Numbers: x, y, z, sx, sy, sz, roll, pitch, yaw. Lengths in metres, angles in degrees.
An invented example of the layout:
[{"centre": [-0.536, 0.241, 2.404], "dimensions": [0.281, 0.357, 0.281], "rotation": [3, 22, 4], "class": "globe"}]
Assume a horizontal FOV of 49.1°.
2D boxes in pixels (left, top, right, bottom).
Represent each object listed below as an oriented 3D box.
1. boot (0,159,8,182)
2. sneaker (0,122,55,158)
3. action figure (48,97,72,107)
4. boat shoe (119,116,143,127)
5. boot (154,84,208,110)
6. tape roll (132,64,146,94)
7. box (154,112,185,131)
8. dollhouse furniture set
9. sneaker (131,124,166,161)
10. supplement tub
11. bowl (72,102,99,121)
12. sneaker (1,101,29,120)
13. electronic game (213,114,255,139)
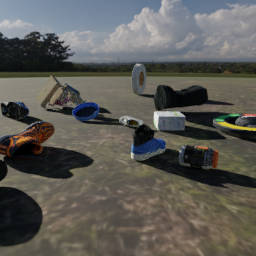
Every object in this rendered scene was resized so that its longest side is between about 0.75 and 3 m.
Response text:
[{"centre": [-3.426, 0.862, 5.421], "dimensions": [1.309, 0.626, 1.733], "rotation": [8, 15, 41], "class": "boot"}, {"centre": [-2.504, 0.387, 7.586], "dimensions": [1.022, 0.708, 1.825], "rotation": [13, 28, 32], "class": "sneaker"}, {"centre": [-3.801, -1.367, 15.103], "dimensions": [1.258, 0.843, 0.937], "rotation": [-3, 39, -44], "class": "action figure"}, {"centre": [0.043, -0.233, 10.579], "dimensions": [1.031, 0.381, 0.440], "rotation": [17, 5, 31], "class": "boat shoe"}, {"centre": [2.593, -1.538, 13.219], "dimensions": [2.446, 1.112, 2.911], "rotation": [-10, -4, -2], "class": "boot"}, {"centre": [0.849, -3.667, 21.141], "dimensions": [0.420, 2.300, 2.300], "rotation": [7, 15, 20], "class": "tape roll"}, {"centre": [1.529, -0.292, 10.482], "dimensions": [0.993, 0.544, 1.126], "rotation": [-1, 13, -2], "class": "box"}, {"centre": [-3.446, -1.382, 15.301], "dimensions": [2.340, 1.527, 2.209], "rotation": [30, 13, -45], "class": "dollhouse furniture set"}, {"centre": [0.594, 0.278, 7.433], "dimensions": [0.565, 0.819, 1.471], "rotation": [11, 17, 37], "class": "sneaker"}, {"centre": [1.633, 0.672, 6.466], "dimensions": [0.822, 0.504, 0.504], "rotation": [7, 15, 26], "class": "supplement tub"}, {"centre": [-1.792, -0.701, 11.999], "dimensions": [1.160, 0.228, 1.160], "rotation": [-6, 38, 5], "class": "bowl"}, {"centre": [-4.882, -0.886, 12.481], "dimensions": [0.924, 0.814, 2.073], "rotation": [-16, 20, -41], "class": "sneaker"}, {"centre": [4.258, -0.152, 9.774], "dimensions": [2.480, 0.516, 2.480], "rotation": [-2, 15, 1], "class": "electronic game"}]
